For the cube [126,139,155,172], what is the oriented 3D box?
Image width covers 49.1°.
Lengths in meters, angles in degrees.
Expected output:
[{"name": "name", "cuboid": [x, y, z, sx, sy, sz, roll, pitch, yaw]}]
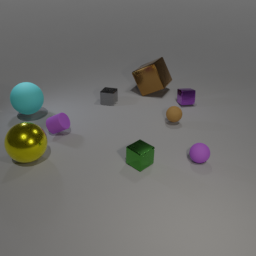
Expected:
[{"name": "cube", "cuboid": [0.414, 0.928, 9.570, 0.700, 0.700, 0.700, -26, 40, -38]}]

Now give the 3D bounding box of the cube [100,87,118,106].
[{"name": "cube", "cuboid": [-0.949, -1.582, 14.066, 0.700, 0.700, 0.700, 8, 30, 14]}]

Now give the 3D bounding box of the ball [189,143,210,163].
[{"name": "ball", "cuboid": [2.471, 0.858, 9.651, 0.700, 0.700, 0.700, 0, 29, 0]}]

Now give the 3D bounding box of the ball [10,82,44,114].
[{"name": "ball", "cuboid": [-4.421, -1.295, 12.283, 1.400, 1.400, 1.400, 0, 29, 0]}]

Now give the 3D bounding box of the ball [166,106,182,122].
[{"name": "ball", "cuboid": [1.988, -0.597, 12.062, 0.700, 0.700, 0.700, 0, 29, 0]}]

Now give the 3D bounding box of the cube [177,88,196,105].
[{"name": "cube", "cuboid": [2.886, -1.568, 13.911, 0.700, 0.700, 0.700, -5, 18, -9]}]

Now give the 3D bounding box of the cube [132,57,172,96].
[{"name": "cube", "cuboid": [1.303, -2.746, 14.930, 1.400, 1.400, 1.400, -16, 18, 34]}]

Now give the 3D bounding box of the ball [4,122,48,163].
[{"name": "ball", "cuboid": [-3.490, 0.497, 9.619, 1.400, 1.400, 1.400, 0, 29, 0]}]

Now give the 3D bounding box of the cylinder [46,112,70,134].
[{"name": "cylinder", "cuboid": [-2.815, -0.192, 11.296, 0.700, 0.700, 0.700, -19, 22, 24]}]
